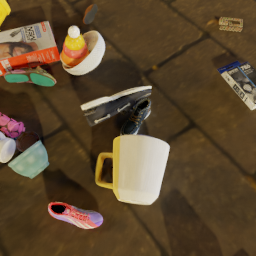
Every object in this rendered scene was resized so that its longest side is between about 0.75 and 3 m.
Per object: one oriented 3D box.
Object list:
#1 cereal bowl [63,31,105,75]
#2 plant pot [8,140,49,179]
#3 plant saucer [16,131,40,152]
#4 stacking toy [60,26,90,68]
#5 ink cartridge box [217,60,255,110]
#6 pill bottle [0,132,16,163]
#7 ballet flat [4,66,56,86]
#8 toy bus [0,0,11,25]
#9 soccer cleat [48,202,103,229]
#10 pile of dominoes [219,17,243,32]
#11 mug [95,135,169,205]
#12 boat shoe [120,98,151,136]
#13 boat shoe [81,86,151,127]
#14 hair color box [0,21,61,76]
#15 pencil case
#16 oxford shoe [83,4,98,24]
[{"bbox_3d":[-1.604,-2.780,10.838,1.879,0.783,1.879,-23,47,27],"label":"cereal bowl"},{"bbox_3d":[-3.021,1.075,8.847,1.208,1.208,0.809,-40,98,-19],"label":"plant pot"},{"bbox_3d":[-3.440,0.487,9.649,0.812,0.149,0.812,0,61,0],"label":"plant saucer"},{"bbox_3d":[-1.937,-3.100,10.384,1.195,1.635,1.195,4,62,-8],"label":"stacking toy"},{"bbox_3d":[4.518,-1.800,10.752,1.101,0.434,2.214,-26,63,-13],"label":"ink cartridge box"},{"bbox_3d":[-4.721,0.487,9.136,1.859,1.045,1.045,17,63,8],"label":"pill bottle"},{"bbox_3d":[-3.711,-2.056,10.757,1.963,0.679,0.699,3,53,1],"label":"ballet flat"},{"bbox_3d":[-6.452,-4.835,12.006,2.088,1.417,2.004,12,78,9],"label":"toy bus"},{"bbox_3d":[-1.563,2.550,8.241,1.656,0.633,0.552,13,62,8],"label":"soccer cleat"},{"bbox_3d":[4.599,-4.660,12.454,1.052,0.168,0.820,8,61,5],"label":"pile of dominoes"},{"bbox_3d":[0.192,1.374,8.578,1.743,2.176,1.786,18,68,-27],"label":"mug"},{"bbox_3d":[0.252,-0.353,9.769,0.572,0.734,1.618,30,65,15],"label":"boat shoe"},{"bbox_3d":[-0.281,-0.836,9.942,2.782,1.028,0.839,-22,98,-29],"label":"boat shoe"},{"bbox_3d":[-4.304,-3.180,11.241,2.770,0.885,1.536,-19,64,-9],"label":"hair color box"},{"bbox_3d":[-4.391,-0.238,9.760,1.573,0.737,0.714,29,110,15],"label":"pencil case"},{"bbox_3d":[-1.776,-5.083,12.610,0.440,0.440,1.234,2,54,28],"label":"oxford shoe"}]
